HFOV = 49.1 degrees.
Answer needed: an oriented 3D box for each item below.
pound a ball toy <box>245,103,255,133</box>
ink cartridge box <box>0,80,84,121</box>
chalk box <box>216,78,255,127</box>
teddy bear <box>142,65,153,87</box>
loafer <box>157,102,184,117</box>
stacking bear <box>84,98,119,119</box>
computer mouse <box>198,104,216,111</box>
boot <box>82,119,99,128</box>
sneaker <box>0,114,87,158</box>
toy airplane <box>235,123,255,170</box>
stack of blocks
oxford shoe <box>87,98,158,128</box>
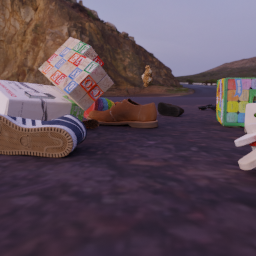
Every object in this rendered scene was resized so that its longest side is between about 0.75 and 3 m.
[{"bbox_3d":[4.341,-0.075,7.817,1.969,0.836,1.284,3,-17,24],"label":"pound a ball toy"},{"bbox_3d":[-2.660,-0.593,7.954,2.311,0.971,1.682,-1,25,-46],"label":"ink cartridge box"},{"bbox_3d":[4.184,-0.942,10.037,1.698,1.710,2.740,2,7,12],"label":"chalk box"},{"bbox_3d":[0.708,-1.906,10.405,0.361,0.784,1.081,-3,23,0],"label":"teddy bear"},{"bbox_3d":[2.121,-0.881,13.979,0.621,0.635,1.741,0,16,-33],"label":"loafer"},{"bbox_3d":[-0.885,-0.774,11.615,1.803,1.025,1.095,7,-24,-38],"label":"stacking bear"},{"bbox_3d":[5.069,-1.149,16.659,0.862,0.501,2.941,-16,6,-11],"label":"computer mouse"},{"bbox_3d":[-1.402,-0.137,9.408,0.841,0.315,0.451,-4,4,-23],"label":"boot"},{"bbox_3d":[-1.968,0.069,5.921,2.236,0.784,1.213,9,14,12],"label":"sneaker"},{"bbox_3d":[2.641,0.206,4.470,1.759,1.241,1.751,-34,-15,18],"label":"toy airplane"},{"bbox_3d":[-1.443,-1.632,8.004,2.506,1.443,0.734,38,-8,48],"label":"stack of blocks"},{"bbox_3d":[-0.240,-0.566,10.069,2.804,0.999,1.000,2,9,25],"label":"oxford shoe"}]
